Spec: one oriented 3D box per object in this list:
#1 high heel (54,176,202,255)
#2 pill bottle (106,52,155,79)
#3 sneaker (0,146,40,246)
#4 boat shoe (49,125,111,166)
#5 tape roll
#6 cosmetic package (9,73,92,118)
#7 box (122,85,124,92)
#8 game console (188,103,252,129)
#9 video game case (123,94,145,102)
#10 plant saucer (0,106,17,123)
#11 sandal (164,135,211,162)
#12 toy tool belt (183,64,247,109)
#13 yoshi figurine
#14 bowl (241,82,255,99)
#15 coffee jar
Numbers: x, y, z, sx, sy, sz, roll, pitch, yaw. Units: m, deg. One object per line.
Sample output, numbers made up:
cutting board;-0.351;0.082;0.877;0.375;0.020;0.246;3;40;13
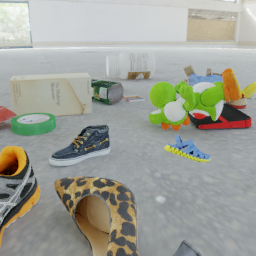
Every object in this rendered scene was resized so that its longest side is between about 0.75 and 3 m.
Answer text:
high heel;-0.584;1.507;3.668;2.760;0.985;1.967;24;23;31
pill bottle;0.129;-3.969;17.853;2.912;1.665;1.665;-3;20;-11
sneaker;-2.351;1.251;4.342;1.119;1.104;2.859;4;22;6
boat shoe;-1.219;0.395;7.160;1.686;0.765;0.597;-14;24;-34
tape roll;-3.124;-0.156;9.312;1.412;0.339;1.412;-1;20;0
cosmetic package;-2.873;-1.263;10.707;2.875;1.488;1.051;-6;22;-13
box;-0.477;-2.149;14.870;0.320;0.293;0.913;-5;20;-15
game console;3.139;-0.430;10.193;1.982;0.348;2.241;-6;20;-4
video game case;0.238;-1.405;13.110;0.768;0.094;1.074;-7;21;-19
plant saucer;-5.329;-0.268;9.037;2.380;0.437;2.375;4;23;27
sandal;1.068;0.365;4.938;0.816;0.355;0.324;20;-4;17
toy tool belt;3.637;-1.780;11.818;2.716;1.669;1.696;8;21;20
yoshi figurine;1.849;-1.097;8.736;2.940;1.652;1.646;-22;52;24
bowl;5.846;-1.697;13.107;0.981;0.981;0.528;-13;67;-32
coffee jar;-1.351;-1.701;12.702;2.157;0.920;1.125;15;26;35
